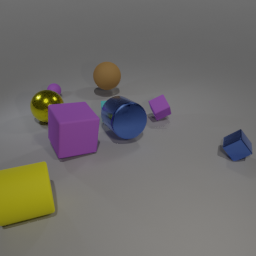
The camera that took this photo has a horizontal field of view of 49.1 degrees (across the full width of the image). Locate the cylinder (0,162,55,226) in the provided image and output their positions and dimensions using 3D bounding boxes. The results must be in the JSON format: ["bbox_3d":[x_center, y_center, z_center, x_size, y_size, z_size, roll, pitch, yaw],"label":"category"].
[{"bbox_3d":[-2.762,1.708,7.414,1.400,1.400,1.400,-10,32,-16],"label":"cylinder"}]

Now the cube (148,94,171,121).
[{"bbox_3d":[1.372,-0.873,11.999,0.700,0.700,0.700,-25,63,2],"label":"cube"}]

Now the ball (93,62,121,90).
[{"bbox_3d":[-1.053,-2.625,14.110,1.400,1.400,1.400,0,31,0],"label":"ball"}]

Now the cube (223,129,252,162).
[{"bbox_3d":[3.793,0.605,9.709,0.700,0.700,0.700,-33,13,33],"label":"cube"}]

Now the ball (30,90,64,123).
[{"bbox_3d":[-3.422,-0.922,11.902,1.400,1.400,1.400,0,31,0],"label":"ball"}]

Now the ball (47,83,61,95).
[{"bbox_3d":[-3.720,-1.897,14.116,0.700,0.700,0.700,0,31,0],"label":"ball"}]

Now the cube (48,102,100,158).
[{"bbox_3d":[-1.953,0.027,9.907,1.400,1.400,1.400,-8,34,-28],"label":"cube"}]

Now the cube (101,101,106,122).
[{"bbox_3d":[-0.811,-0.748,12.272,0.700,0.700,0.700,-4,31,-7],"label":"cube"}]

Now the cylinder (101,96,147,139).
[{"bbox_3d":[-0.181,-0.433,10.793,1.400,1.400,1.400,-12,21,-19],"label":"cylinder"}]
